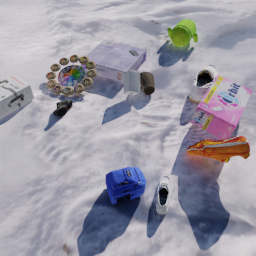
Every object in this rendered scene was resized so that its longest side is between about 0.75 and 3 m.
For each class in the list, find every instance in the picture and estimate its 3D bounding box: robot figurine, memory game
[{"bbox_3d":[3.252,-5.597,16.461,1.845,1.216,2.103,20,48,20],"label":"robot figurine"},{"bbox_3d":[-2.768,-2.624,13.624,2.608,0.166,2.608,-4,59,7],"label":"memory game"}]

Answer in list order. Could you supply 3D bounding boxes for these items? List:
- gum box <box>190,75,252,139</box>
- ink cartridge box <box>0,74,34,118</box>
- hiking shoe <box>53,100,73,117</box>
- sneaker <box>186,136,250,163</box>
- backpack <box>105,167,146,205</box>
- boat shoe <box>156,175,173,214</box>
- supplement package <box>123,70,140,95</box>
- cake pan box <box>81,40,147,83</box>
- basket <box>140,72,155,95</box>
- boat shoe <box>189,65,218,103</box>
[{"bbox_3d":[3.949,-0.962,11.689,1.610,0.938,2.838,30,50,13],"label":"gum box"},{"bbox_3d":[-5.435,-1.444,12.464,1.417,0.800,1.930,30,52,28],"label":"ink cartridge box"},{"bbox_3d":[-2.936,-0.864,12.215,0.585,0.440,1.162,13,36,24],"label":"hiking shoe"},{"bbox_3d":[3.065,0.843,9.796,2.284,0.881,0.833,-6,15,44],"label":"sneaker"},{"bbox_3d":[-0.025,1.790,9.021,1.223,1.026,0.994,-10,52,-15],"label":"backpack"},{"bbox_3d":[1.167,2.052,9.103,0.514,0.489,1.429,13,46,13],"label":"boat shoe"},{"bbox_3d":[0.171,-2.064,12.796,0.590,0.588,1.005,4,82,-26],"label":"supplement package"},{"bbox_3d":[-0.763,-3.607,14.775,2.795,0.731,2.574,18,45,17],"label":"cake pan box"},{"bbox_3d":[0.927,-2.084,13.259,0.879,0.663,0.975,12,45,-25],"label":"basket"},{"bbox_3d":[3.722,-2.353,13.266,1.014,0.993,2.865,18,47,17],"label":"boat shoe"}]
